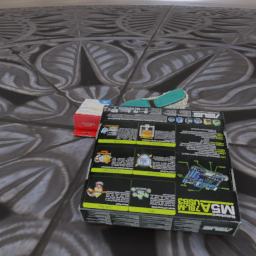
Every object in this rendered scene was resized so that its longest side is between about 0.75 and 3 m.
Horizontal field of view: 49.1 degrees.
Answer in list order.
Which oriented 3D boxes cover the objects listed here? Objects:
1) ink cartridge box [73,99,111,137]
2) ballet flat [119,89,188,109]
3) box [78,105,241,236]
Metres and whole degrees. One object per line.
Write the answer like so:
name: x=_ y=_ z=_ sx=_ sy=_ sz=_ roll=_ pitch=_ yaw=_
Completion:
ink cartridge box: x=-1.084 y=-0.335 z=8.582 sx=0.889 sy=0.515 sz=1.531 roll=4 pitch=30 yaw=8
ballet flat: x=0.781 y=-0.544 z=8.633 sx=2.260 sy=0.811 sz=0.811 roll=-14 pitch=31 yaw=0
box: x=0.668 y=0.694 z=5.883 sx=2.857 sy=0.679 sz=2.759 roll=3 pitch=50 yaw=5
